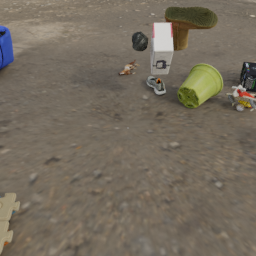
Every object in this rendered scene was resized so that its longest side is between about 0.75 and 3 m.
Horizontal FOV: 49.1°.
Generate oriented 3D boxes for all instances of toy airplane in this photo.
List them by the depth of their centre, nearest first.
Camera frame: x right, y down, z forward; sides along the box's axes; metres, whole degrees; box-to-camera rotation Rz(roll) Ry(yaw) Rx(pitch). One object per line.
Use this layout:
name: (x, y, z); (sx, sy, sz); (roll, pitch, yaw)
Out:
toy airplane: (3.720, -0.919, 9.087); (1.051, 0.745, 1.055); (23, 6, 12)

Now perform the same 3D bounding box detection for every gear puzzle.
gear puzzle: (-2.783, 2.320, 4.734); (1.476, 0.373, 2.851); (-2, 37, -6)

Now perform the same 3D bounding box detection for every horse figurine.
horse figurine: (0.065, -2.496, 11.771); (0.709, 0.267, 1.069); (-5, 39, 23)

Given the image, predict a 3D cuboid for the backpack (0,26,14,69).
backpack: (-6.103, -3.060, 10.745); (2.482, 2.404, 2.958); (9, 34, 13)

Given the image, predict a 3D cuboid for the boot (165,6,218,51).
boot: (1.838, -3.004, 8.723); (1.585, 1.809, 0.598); (16, 79, 10)

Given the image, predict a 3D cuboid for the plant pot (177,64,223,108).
plant pot: (2.320, -1.308, 9.390); (1.282, 1.282, 1.179); (25, 53, 32)

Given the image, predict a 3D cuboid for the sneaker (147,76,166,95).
sneaker: (1.066, -1.703, 10.463); (0.465, 0.499, 1.258); (-13, 35, -15)

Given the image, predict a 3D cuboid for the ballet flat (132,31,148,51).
ballet flat: (0.284, -2.629, 8.735); (0.613, 0.524, 1.846); (42, 8, -7)

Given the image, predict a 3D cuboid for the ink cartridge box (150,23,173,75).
ink cartridge box: (0.985, -2.333, 8.401); (0.557, 1.320, 0.955); (0, 72, 0)

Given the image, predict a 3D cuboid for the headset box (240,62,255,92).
headset box: (5.109, -1.899, 10.568); (1.494, 0.693, 1.300); (9, 35, 13)
